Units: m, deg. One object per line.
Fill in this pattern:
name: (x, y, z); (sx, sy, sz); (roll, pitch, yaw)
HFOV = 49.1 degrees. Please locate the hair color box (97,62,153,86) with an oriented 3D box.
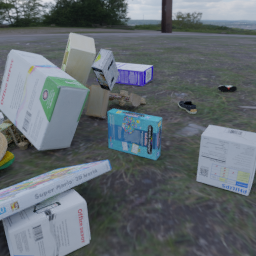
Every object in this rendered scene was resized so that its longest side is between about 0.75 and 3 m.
hair color box: (-0.186, -3.136, 16.068); (2.899, 0.939, 1.584); (12, 27, 21)

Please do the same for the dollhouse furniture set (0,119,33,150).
dollhouse furniture set: (-3.572, 0.324, 8.268); (1.154, 0.726, 1.305); (6, 23, 16)

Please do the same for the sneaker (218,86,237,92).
sneaker: (5.024, -1.999, 14.285); (0.933, 0.328, 0.436); (1, 7, 4)

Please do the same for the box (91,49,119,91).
box: (-0.717, -1.898, 9.267); (0.391, 1.301, 0.759); (19, 72, 17)

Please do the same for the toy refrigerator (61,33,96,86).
toy refrigerator: (-1.921, -1.846, 9.701); (0.901, 2.576, 0.978); (9, 44, -22)

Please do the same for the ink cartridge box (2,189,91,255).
ink cartridge box: (-1.351, 1.729, 4.769); (1.275, 0.931, 0.538); (-15, 24, -32)

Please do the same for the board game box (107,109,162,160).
board game box: (0.172, 0.164, 8.084); (1.570, 1.186, 0.369); (12, 26, 25)

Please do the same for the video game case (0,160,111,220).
video game case: (-1.977, 1.221, 5.319); (2.043, 0.254, 2.854); (-15, 2, 41)

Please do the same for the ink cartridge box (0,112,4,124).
ink cartridge box: (-4.919, -0.213, 9.945); (0.940, 0.396, 0.687); (-13, 26, -27)

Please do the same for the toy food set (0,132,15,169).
toy food set: (-4.401, 0.794, 7.074); (2.633, 0.647, 2.660); (21, 39, 31)

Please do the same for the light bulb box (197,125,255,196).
light bulb box: (2.383, 0.727, 6.673); (1.252, 1.263, 0.788); (13, 25, 27)

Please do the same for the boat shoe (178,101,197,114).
boat shoe: (2.487, -0.956, 11.692); (0.468, 0.390, 1.254); (-8, 23, -13)

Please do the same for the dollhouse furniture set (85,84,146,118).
dollhouse furniture set: (-0.740, -0.967, 11.766); (2.100, 1.202, 2.463); (12, 1, 28)

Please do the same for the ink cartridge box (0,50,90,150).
ink cartridge box: (-2.682, -0.904, 8.520); (2.757, 2.004, 1.207); (35, 23, 31)
